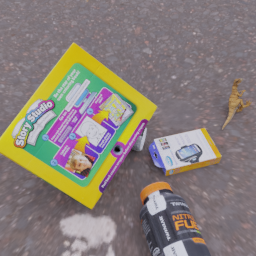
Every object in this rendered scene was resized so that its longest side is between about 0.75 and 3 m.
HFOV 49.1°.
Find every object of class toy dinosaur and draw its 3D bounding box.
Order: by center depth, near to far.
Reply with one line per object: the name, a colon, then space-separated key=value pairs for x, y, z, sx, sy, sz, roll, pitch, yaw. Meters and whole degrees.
toy dinosaur: x=3.429 y=-0.722 z=9.046 sx=0.908 sy=0.516 sz=1.709 roll=11 pitch=90 yaw=-21

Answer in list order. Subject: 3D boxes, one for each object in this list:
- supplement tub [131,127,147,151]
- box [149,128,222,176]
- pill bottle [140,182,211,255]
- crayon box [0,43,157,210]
supplement tub: x=-0.115 y=0.188 z=8.213 sx=1.215 sy=0.745 sz=0.745 roll=14 pitch=51 yaw=11
box: x=1.568 y=0.685 z=8.052 sx=1.861 sy=0.386 sz=1.108 roll=-13 pitch=50 yaw=-7
pill bottle: x=0.939 y=2.269 z=6.148 sx=1.155 sy=1.155 sz=2.174 roll=-12 pitch=47 yaw=-10
crayon box: x=-1.115 y=-0.033 z=6.519 sx=2.474 sy=0.836 sz=2.868 roll=36 pitch=77 yaw=-10
